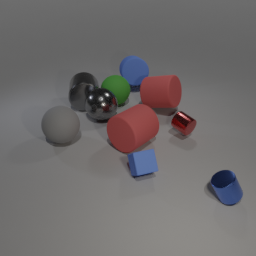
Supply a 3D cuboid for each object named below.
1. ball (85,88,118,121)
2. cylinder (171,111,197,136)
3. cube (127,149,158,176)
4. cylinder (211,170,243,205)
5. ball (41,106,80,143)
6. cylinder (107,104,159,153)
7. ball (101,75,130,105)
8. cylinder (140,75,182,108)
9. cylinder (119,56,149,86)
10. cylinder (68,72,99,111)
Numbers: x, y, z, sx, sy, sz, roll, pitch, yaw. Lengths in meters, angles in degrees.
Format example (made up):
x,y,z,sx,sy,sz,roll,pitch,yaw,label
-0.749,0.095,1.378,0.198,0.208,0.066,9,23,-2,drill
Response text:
x,y,z,sx,sy,sz,roll,pitch,yaw,label
-1.133,-1.010,11.919,1.400,1.400,1.400,0,31,0,ball
2.129,-0.182,10.698,0.700,0.700,0.700,-24,48,-34,cylinder
0.458,1.092,8.831,0.700,0.700,0.700,-10,-7,-16,cube
2.787,1.666,7.900,0.700,0.700,0.700,-26,25,13,cylinder
-2.493,-0.127,10.407,1.400,1.400,1.400,0,31,0,ball
0.187,-0.004,10.172,1.400,1.400,1.400,23,36,33,cylinder
-0.591,-1.788,13.198,1.400,1.400,1.400,0,31,0,ball
1.464,-1.598,12.392,1.400,1.400,1.400,2,28,34,cylinder
0.296,-3.031,14.699,1.400,1.400,1.400,-3,19,-6,cylinder
-2.034,-1.705,13.034,1.400,1.400,1.400,-4,32,-7,cylinder
